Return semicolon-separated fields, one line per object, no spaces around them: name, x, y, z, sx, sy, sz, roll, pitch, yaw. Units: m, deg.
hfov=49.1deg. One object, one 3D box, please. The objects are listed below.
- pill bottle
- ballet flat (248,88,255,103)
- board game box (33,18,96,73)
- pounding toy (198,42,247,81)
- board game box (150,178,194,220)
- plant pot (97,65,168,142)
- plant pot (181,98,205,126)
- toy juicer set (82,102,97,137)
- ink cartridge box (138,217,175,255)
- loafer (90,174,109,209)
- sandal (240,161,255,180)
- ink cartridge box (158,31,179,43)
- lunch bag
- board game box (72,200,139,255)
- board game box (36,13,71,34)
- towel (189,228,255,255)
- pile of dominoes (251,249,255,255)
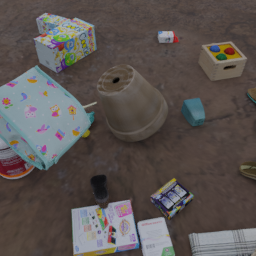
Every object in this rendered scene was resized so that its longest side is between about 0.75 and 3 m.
pill bottle;-3.774;0.424;8.750;1.345;2.381;1.345;0;46;0
ballet flat;5.909;-0.971;10.939;0.976;1.041;2.879;-9;47;-20
board game box;-2.965;-4.060;13.601;1.383;1.359;2.638;31;54;25
pounding toy;4.527;-3.547;13.286;2.159;1.124;2.457;-10;48;-9
board game box;1.341;2.155;8.582;1.042;0.295;0.861;-31;53;-26
plant pot;-0.006;-0.987;9.636;2.302;1.997;2.302;-14;51;18
plant pot;2.580;-0.569;10.893;0.663;0.664;0.939;-10;54;-9
toy juicer set;-1.793;-0.295;10.823;1.030;0.440;1.618;-4;48;21
ink cartridge box;0.738;3.064;7.622;0.772;0.465;1.062;-8;49;-8
loafer;-0.859;1.934;8.548;0.536;0.521;1.468;-7;23;-4
sandal;4.614;1.683;8.904;2.097;0.566;0.842;18;43;35
ink cartridge box;2.181;-4.892;15.052;1.059;0.356;0.615;-2;48;-3
lunch bag;-2.352;-0.217;7.469;2.279;1.390;1.942;42;50;-1
board game box;-0.672;2.827;7.911;1.754;0.354;1.342;-7;48;-6
board game box;-4.000;-5.550;15.310;1.673;0.877;0.862;21;51;18
towel;2.918;3.724;7.047;2.390;0.413;2.301;-1;47;-2
pile of dominoes;3.821;3.860;6.713;1.622;0.331;2.081;-27;56;-35
